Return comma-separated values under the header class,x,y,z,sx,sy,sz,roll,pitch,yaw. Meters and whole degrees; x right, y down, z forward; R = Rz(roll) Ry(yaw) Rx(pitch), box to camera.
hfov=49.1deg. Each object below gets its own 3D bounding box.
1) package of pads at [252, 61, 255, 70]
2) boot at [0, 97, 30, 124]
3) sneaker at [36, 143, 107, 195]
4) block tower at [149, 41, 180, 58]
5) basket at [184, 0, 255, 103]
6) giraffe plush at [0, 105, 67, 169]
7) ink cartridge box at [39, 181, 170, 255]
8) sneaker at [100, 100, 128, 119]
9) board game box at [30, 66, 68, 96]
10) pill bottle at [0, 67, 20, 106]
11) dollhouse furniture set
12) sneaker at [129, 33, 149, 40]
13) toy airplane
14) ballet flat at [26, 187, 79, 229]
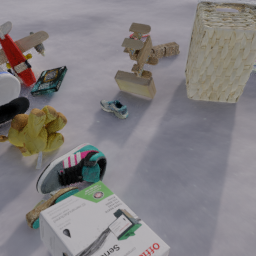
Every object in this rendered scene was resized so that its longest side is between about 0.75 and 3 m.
class,x,y,z,sx,sy,sz,roll,pitch,yaw
package of pads,5.412,-3.303,11.894,1.822,0.804,2.358,16,44,18
boot,-3.436,-0.571,8.272,1.451,0.578,1.761,-40,12,-25
sneaker,-1.204,1.143,6.943,1.145,0.793,1.897,20,43,34
block tower,1.495,-3.377,12.255,1.605,0.464,0.433,-16,44,-19
basket,3.094,-2.465,9.394,2.033,2.999,1.850,5,48,5
giraffe plush,-2.749,0.137,7.866,1.386,1.474,1.709,14,78,30
ink cartridge box,-0.482,2.235,5.410,1.552,0.896,2.124,-23,45,-39
sneaker,-0.448,-0.761,9.263,1.133,0.489,0.440,26,48,27
board game box,-2.909,-1.763,10.415,1.021,0.213,1.509,-9,40,14
pill bottle,-4.865,-1.679,9.474,2.263,1.287,1.287,32,50,22
dollhouse furniture set,0.598,-2.280,10.041,1.344,1.897,2.065,18,72,21
sneaker,0.534,-4.683,13.678,1.183,0.513,0.436,-27,48,-27
toy airplane,-4.323,-2.819,10.667,2.257,1.593,2.247,13,84,1
ballet flat,-1.773,1.720,6.482,0.444,0.480,1.360,32,49,30
